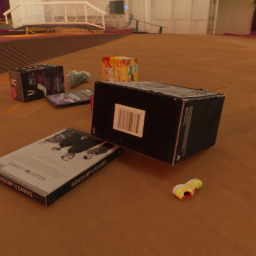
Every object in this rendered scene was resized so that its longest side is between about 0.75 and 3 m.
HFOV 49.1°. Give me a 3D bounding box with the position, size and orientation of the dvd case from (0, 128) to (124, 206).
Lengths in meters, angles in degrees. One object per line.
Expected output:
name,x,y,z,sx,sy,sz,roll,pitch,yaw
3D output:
dvd case,-1.823,0.816,7.510,2.222,0.366,2.956,15,28,30

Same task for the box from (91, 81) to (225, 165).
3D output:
box,0.897,-0.358,8.119,2.790,1.719,2.768,18,19,35

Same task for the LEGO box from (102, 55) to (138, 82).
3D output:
LEGO box,-0.359,-2.093,12.233,1.474,1.979,0.764,19,29,38

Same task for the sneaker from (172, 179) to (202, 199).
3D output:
sneaker,1.392,1.406,6.307,0.766,0.299,0.346,-17,37,-22

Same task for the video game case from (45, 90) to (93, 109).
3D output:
video game case,-2.446,-1.350,12.744,2.217,0.210,1.584,-14,27,-29

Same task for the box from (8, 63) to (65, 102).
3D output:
box,-4.257,-2.199,13.232,1.185,1.366,2.234,19,29,39

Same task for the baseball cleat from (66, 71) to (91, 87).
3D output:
baseball cleat,-2.668,-2.798,15.379,1.210,0.793,2.274,-2,24,-4

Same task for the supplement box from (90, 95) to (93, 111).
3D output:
supplement box,-0.754,-0.993,11.292,1.344,0.694,0.880,-10,25,-22

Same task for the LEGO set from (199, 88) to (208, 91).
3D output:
LEGO set,2.656,-1.436,12.695,1.566,0.683,2.412,-5,11,-15
